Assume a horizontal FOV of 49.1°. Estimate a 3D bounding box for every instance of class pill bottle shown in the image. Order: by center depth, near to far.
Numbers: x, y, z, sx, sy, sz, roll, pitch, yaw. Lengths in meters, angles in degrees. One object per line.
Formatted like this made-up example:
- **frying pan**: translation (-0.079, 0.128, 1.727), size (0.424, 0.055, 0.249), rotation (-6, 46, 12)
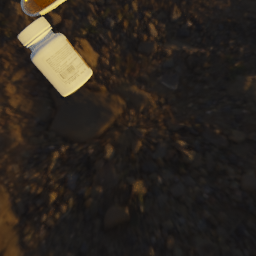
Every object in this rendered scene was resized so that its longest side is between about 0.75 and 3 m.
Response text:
- **pill bottle**: translation (-1.405, -1.372, 5.415), size (0.790, 0.790, 1.382), rotation (-46, 112, -17)

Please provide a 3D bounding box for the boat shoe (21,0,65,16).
- **boat shoe**: translation (-1.168, -2.748, 5.003), size (2.364, 0.838, 0.825), rotation (-16, 40, 38)
